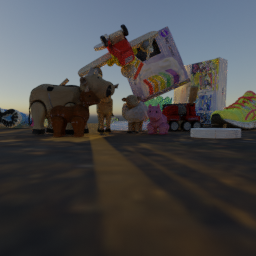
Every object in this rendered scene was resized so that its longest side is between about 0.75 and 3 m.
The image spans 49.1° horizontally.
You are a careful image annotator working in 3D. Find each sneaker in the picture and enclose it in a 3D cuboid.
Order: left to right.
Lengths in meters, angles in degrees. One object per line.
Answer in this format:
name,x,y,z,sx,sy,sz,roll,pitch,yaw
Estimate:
sneaker,-4.690,-0.304,11.165,2.292,0.898,1.031,11,-5,37
sneaker,3.633,-0.567,8.881,2.767,1.249,1.081,-3,4,-34

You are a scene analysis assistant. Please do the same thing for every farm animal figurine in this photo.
farm animal figurine,-0.543,-0.505,5.624,2.489,1.252,2.010,-1,2,-38

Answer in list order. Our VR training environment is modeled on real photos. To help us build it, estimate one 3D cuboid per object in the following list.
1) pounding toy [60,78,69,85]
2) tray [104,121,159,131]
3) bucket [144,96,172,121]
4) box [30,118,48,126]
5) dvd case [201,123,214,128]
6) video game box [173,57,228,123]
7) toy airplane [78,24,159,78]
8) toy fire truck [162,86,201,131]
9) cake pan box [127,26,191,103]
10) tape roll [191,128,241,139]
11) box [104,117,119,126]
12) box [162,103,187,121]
pounding toy,-2.975,-0.771,13.681,2.100,1.262,2.720,-34,-34,-4
tray,0.653,-0.072,8.507,2.533,0.281,1.360,-1,0,-34
bucket,1.302,-0.901,15.712,2.502,1.628,2.502,0,2,0
box,-5.118,-0.345,16.175,0.880,0.483,1.000,0,1,4
dvd case,3.498,-0.081,10.361,1.297,0.213,1.726,-1,1,-32
video game box,3.177,-1.487,12.672,0.683,2.919,2.660,2,0,-32
toy airplane,-0.313,-2.533,9.768,2.415,1.704,2.405,-14,24,38
toy fire truck,1.453,-0.497,7.424,1.021,1.161,0.747,0,0,-18
cake pan box,1.144,-2.880,12.840,2.628,2.854,0.746,-21,-12,13
tape roll,1.387,0.079,4.452,0.779,0.142,0.779,0,2,0
box,-1.154,-0.394,17.594,1.005,0.518,1.723,0,1,3
box,1.969,-0.467,11.375,1.086,0.943,1.644,-1,0,12
